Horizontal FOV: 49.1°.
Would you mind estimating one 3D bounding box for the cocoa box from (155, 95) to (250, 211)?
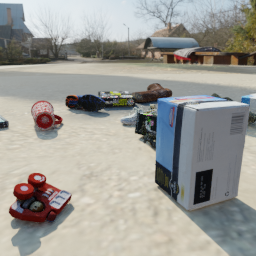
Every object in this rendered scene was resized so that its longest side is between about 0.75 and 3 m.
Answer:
[{"bbox_3d":[1.544,0.432,6.248,1.430,2.144,1.407,-7,17,-24],"label":"cocoa box"}]

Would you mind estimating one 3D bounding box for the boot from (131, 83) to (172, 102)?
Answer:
[{"bbox_3d":[1.055,-2.155,17.415,2.595,0.834,2.419,-15,20,-30],"label":"boot"}]

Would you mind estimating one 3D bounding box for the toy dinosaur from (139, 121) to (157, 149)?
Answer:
[{"bbox_3d":[0.908,0.410,8.630,1.175,0.633,2.665,36,-4,-23],"label":"toy dinosaur"}]

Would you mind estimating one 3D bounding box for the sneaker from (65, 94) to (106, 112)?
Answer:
[{"bbox_3d":[-2.122,-1.387,14.623,2.396,0.903,0.940,12,15,29],"label":"sneaker"}]

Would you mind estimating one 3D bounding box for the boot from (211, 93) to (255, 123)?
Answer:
[{"bbox_3d":[4.589,-0.782,12.552,1.626,0.843,2.490,25,8,-11],"label":"boot"}]

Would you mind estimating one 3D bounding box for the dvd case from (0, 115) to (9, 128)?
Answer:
[{"bbox_3d":[-6.560,-0.264,11.436,2.741,0.302,2.001,-4,16,-37],"label":"dvd case"}]

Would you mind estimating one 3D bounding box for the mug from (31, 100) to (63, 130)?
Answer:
[{"bbox_3d":[-3.351,-0.527,11.628,1.270,0.954,1.431,-7,21,-17],"label":"mug"}]

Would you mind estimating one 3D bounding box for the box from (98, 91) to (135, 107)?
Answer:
[{"bbox_3d":[-0.713,-1.703,16.186,1.879,0.519,2.346,-3,17,-9],"label":"box"}]

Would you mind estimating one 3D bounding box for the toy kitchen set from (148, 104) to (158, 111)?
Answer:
[{"bbox_3d":[1.101,-0.767,13.609,0.456,0.620,0.773,7,-18,22],"label":"toy kitchen set"}]

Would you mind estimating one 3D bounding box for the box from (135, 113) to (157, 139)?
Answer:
[{"bbox_3d":[1.047,-0.085,10.137,1.279,0.795,0.950,15,12,38],"label":"box"}]

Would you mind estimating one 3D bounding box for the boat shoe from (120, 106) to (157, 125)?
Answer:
[{"bbox_3d":[0.502,-0.609,12.120,1.761,0.751,0.651,-6,20,-19],"label":"boat shoe"}]

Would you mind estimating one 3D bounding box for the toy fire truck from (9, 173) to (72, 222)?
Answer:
[{"bbox_3d":[-1.760,1.472,5.634,0.950,0.634,1.131,22,22,8],"label":"toy fire truck"}]

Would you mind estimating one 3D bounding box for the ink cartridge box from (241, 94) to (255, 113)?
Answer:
[{"bbox_3d":[6.687,-1.063,13.322,1.494,0.875,2.068,-12,17,-37],"label":"ink cartridge box"}]
